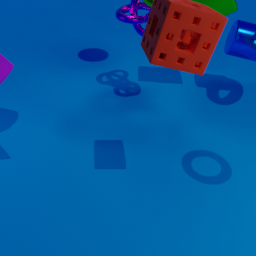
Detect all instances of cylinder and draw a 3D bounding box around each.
[{"bbox_3d":[3.884,-2.827,9.118,1.111,1.111,1.111,15,40,2],"label":"cylinder"},{"bbox_3d":[-3.625,-1.502,6.857,1.119,1.119,1.119,-33,32,24],"label":"cylinder"}]

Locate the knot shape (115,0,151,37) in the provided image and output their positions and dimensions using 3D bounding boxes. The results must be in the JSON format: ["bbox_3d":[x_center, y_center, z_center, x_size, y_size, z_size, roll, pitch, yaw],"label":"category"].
[{"bbox_3d":[0.448,-3.573,8.435,1.465,0.677,1.371,24,86,2],"label":"knot shape"}]

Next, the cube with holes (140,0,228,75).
[{"bbox_3d":[0.730,-1.346,3.968,0.800,0.800,0.800,9,33,-15],"label":"cube with holes"}]

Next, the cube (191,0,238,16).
[{"bbox_3d":[2.349,-3.946,8.119,1.213,1.213,1.213,-16,50,34],"label":"cube"}]

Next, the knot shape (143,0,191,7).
[{"bbox_3d":[1.048,-3.328,7.039,0.700,1.515,1.417,-49,23,-6],"label":"knot shape"}]
